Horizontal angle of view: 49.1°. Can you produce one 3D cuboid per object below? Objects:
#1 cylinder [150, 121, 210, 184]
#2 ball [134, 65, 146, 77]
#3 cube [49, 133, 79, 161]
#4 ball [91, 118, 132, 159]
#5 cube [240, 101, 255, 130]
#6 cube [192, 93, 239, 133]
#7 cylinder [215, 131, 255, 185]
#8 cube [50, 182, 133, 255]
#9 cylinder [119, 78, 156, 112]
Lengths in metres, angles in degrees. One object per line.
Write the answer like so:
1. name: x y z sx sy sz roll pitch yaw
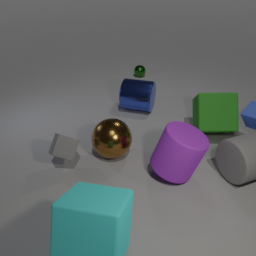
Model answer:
1. cylinder: 1.561 0.736 8.626 1.400 1.400 1.400 16 31 -10
2. ball: 0.702 -3.388 16.659 0.700 0.700 0.700 0 31 0
3. cube: -2.084 0.609 9.078 0.700 0.700 0.700 20 -6 -23
4. ball: -0.559 0.359 9.668 1.400 1.400 1.400 0 31 0
5. cube: 4.500 -0.415 9.751 0.700 0.700 0.700 -46 35 -11
6. cube: 3.260 -0.535 10.612 1.400 1.400 1.400 0 -3 4
7. cylinder: 3.708 0.896 8.670 1.400 1.400 1.400 -12 33 -20
8. cube: -0.736 2.139 6.107 1.400 1.400 1.400 6 9 12
9. cylinder: 0.455 -1.493 12.764 1.400 1.400 1.400 9 32 14
